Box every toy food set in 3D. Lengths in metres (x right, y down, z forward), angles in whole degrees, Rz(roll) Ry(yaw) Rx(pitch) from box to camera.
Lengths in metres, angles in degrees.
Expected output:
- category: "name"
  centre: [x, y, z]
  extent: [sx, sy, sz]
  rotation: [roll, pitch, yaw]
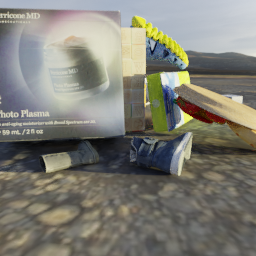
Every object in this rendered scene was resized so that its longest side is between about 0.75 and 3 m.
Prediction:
- category: "toy food set"
  centre: [2.302, -0.360, 6.785]
  extent: [2.684, 0.653, 2.656]
  rotation: [22, 17, 2]

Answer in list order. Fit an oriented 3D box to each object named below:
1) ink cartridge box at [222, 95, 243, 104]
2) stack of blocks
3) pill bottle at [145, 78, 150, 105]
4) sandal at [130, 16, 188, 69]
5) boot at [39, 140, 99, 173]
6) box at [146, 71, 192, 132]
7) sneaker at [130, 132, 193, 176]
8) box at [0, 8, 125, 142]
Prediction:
- category: "ink cartridge box"
  centre: [4.930, -1.394, 13.563]
  extent: [0.678, 0.379, 0.994]
  rotation: [-6, 16, -22]
- category: "stack of blocks"
  centre: [-0.138, -1.438, 8.372]
  extent: [0.827, 2.825, 1.627]
  rotation: [-4, 15, -17]
- category: "pill bottle"
  centre: [0.545, -1.739, 13.141]
  extent: [2.098, 1.254, 1.254]
  rotation: [12, 18, 42]
- category: "sandal"
  centre: [0.984, -2.788, 9.787]
  extent: [2.484, 1.082, 0.987]
  rotation: [33, 29, -7]
- category: "boot"
  centre: [-1.192, 0.555, 5.455]
  extent: [1.047, 0.380, 0.952]
  rotation: [-13, 16, -24]
- category: "box"
  centre: [1.322, -0.867, 8.509]
  extent: [0.635, 1.625, 2.666]
  rotation: [-6, 8, 29]
- category: "sneaker"
  centre: [0.659, 0.378, 5.544]
  extent: [1.109, 0.584, 1.535]
  rotation: [8, 16, 22]
- category: "box"
  centre: [-1.548, -1.085, 6.397]
  extent: [2.756, 2.734, 1.698]
  rotation: [-3, -2, -9]
